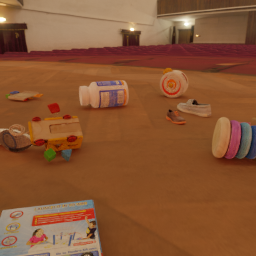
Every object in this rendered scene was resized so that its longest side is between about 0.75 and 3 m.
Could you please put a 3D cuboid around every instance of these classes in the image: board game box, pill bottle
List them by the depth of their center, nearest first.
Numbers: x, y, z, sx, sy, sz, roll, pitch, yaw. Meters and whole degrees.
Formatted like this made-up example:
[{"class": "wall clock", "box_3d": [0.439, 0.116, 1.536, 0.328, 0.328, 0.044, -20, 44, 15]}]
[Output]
[{"class": "board game box", "box_3d": [-1.296, 1.874, 4.500, 1.658, 0.463, 1.623, -4, 18, -11]}, {"class": "pill bottle", "box_3d": [-1.211, -1.657, 13.823, 2.273, 1.274, 1.274, -6, 19, -16]}]

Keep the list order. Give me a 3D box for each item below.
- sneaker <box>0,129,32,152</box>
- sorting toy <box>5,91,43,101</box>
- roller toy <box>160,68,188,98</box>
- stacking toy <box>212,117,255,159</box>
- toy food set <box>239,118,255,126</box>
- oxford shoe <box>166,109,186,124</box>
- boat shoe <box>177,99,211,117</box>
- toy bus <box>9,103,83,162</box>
[{"class": "sneaker", "box_3d": [-3.793, 0.277, 8.989, 1.932, 0.720, 0.842, 8, 15, 20]}, {"class": "sorting toy", "box_3d": [-5.781, -1.734, 15.616, 2.263, 0.308, 1.274, 8, 24, 23]}, {"class": "roller toy", "box_3d": [2.627, -2.534, 16.041, 1.474, 1.616, 1.130, 21, 25, 21]}, {"class": "stacking toy", "box_3d": [3.908, 0.486, 7.967, 2.783, 1.188, 1.188, 10, 20, 7]}, {"class": "toy food set", "box_3d": [4.174, 0.142, 10.024, 2.063, 0.325, 1.311, -17, 23, -23]}, {"class": "oxford shoe", "box_3d": [1.969, -0.478, 11.601, 0.423, 0.432, 1.185, -10, 21, -27]}, {"class": "boat shoe", "box_3d": [3.040, -1.015, 12.861, 0.639, 0.653, 1.833, -14, 23, -36]}, {"class": "toy bus", "box_3d": [-2.310, 0.258, 8.543, 1.858, 0.960, 1.753, 31, 50, 5]}]
